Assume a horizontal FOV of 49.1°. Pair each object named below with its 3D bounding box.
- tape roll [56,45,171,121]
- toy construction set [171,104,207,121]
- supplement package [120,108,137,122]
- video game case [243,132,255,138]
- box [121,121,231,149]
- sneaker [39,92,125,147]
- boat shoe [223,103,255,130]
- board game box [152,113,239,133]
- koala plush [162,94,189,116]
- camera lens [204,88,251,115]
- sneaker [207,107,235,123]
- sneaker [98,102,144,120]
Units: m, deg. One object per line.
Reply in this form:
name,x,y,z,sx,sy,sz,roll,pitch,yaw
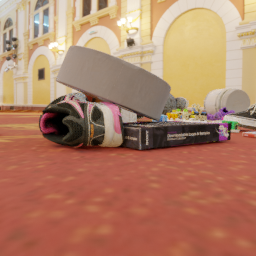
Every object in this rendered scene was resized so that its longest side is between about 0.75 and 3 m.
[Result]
tape roll,-0.317,-0.973,6.424,2.516,0.831,2.516,21,1,0
toy construction set,2.871,-0.558,12.937,1.938,0.893,1.271,-17,14,-38
supplement package,-0.528,-0.400,10.115,1.507,0.857,0.826,-4,4,-34
video game case,3.747,0.199,7.018,0.966,0.118,1.352,-2,4,-24
box,0.758,0.094,6.260,2.520,0.455,1.801,-1,4,-33
sneaker,-1.342,-0.209,5.873,1.232,1.146,2.853,-5,5,-36
boat shoe,4.138,-0.370,8.808,0.855,0.791,2.317,17,-5,-35
board game box,2.479,-0.253,10.137,2.777,0.359,2.777,6,6,18
koala plush,1.578,-1.393,14.909,2.554,2.646,2.880,-2,17,-22
camera lens,5.953,-1.444,17.117,1.906,1.906,2.382,-1,4,-17
sneaker,4.317,-0.568,12.937,0.762,0.789,1.891,-2,4,-22
sneaker,-0.594,-0.665,14.303,2.946,1.086,1.179,2,-13,-12
